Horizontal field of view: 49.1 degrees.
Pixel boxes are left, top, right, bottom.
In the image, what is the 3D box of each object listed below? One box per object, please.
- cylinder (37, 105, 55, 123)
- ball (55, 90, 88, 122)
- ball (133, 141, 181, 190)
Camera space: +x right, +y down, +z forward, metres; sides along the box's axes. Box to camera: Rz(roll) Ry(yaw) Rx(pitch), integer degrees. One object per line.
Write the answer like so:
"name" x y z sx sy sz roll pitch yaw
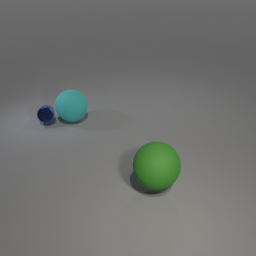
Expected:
"cylinder" -3.588 -0.626 12.264 0.700 0.700 0.700 -6 13 -11
"ball" -2.486 -0.982 12.324 1.400 1.400 1.400 0 30 0
"ball" 0.840 1.094 8.217 1.400 1.400 1.400 0 30 0
